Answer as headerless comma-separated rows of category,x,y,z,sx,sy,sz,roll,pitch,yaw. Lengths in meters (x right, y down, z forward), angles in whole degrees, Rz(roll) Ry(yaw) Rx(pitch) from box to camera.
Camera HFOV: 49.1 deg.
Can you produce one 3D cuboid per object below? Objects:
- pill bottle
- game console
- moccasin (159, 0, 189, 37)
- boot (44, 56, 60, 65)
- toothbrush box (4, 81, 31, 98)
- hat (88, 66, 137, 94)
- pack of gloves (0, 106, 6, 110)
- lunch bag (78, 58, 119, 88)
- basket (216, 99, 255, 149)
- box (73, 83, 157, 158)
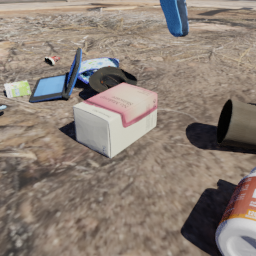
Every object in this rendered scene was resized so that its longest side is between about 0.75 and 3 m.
pill bottle,2.751,1.726,5.789,1.265,1.265,2.256,18,36,27
game console,-3.118,-2.406,12.339,1.579,2.278,2.668,17,27,-18
moccasin,1.605,-4.195,9.714,0.891,2.214,0.755,-5,1,45
boot,-4.167,-3.871,15.913,0.807,0.405,1.119,-19,32,-30
toothbrush box,-4.845,-1.705,12.291,0.972,0.419,0.708,-15,34,-21
hat,-0.648,-1.702,11.777,2.097,0.846,2.097,6,43,-6
pack of gloves,-5.708,-0.847,9.650,2.145,0.504,2.553,2,5,10
lunch bag,-1.376,-2.588,13.023,1.856,1.183,1.578,7,31,-7
basket,3.949,0.013,8.490,2.087,1.419,1.881,11,-4,8
box,-0.349,-0.364,9.174,1.563,1.332,2.445,22,38,32
